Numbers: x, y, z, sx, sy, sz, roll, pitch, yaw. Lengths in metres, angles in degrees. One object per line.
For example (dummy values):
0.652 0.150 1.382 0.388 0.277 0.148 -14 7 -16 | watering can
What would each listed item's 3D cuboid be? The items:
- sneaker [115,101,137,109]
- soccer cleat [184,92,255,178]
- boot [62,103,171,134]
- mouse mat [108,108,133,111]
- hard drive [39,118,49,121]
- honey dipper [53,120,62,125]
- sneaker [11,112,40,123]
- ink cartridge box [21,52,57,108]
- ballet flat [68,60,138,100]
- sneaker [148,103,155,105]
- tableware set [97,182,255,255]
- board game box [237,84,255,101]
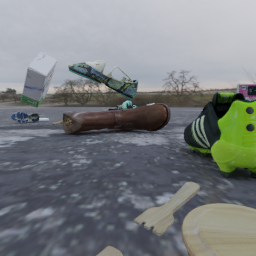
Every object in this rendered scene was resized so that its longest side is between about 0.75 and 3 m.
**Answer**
-0.417 -1.016 16.648 1.603 0.891 2.292 -2 -10 16 | sneaker
1.508 -0.022 4.559 0.914 1.097 2.707 0 5 0 | soccer cleat
-0.438 -0.255 8.314 2.652 0.852 2.472 0 -9 -38 | boot
0.377 -0.772 15.145 2.658 0.100 2.139 -1 -11 7 | mouse mat
-4.512 -0.412 13.996 0.960 0.126 0.633 -3 6 -32 | hard drive
-2.975 -0.237 12.038 0.169 0.169 0.888 1 7 11 | honey dipper
-4.764 -0.428 12.839 0.566 0.512 1.329 -9 -8 38 | sneaker
-3.339 -1.791 10.503 0.697 1.659 1.201 24 42 -10 | ink cartridge box
-0.731 -1.769 9.286 2.439 0.906 0.906 22 -4 -23 | ballet flat
1.220 -0.672 11.837 0.627 0.964 0.385 -25 18 44 | sneaker
0.345 0.726 1.035 0.991 0.300 1.499 18 20 32 | tableware set
6.380 -1.164 13.045 2.444 1.803 0.786 1 5 11 | board game box
